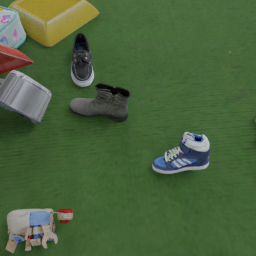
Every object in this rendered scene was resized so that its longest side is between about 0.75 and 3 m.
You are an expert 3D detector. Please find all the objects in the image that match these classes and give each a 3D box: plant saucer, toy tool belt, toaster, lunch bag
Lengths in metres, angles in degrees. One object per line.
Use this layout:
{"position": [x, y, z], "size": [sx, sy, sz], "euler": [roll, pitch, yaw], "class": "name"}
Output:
{"position": [-3.789, -1.593, 6.728], "size": [2.180, 2.185, 0.401], "euler": [-15, 92, 12], "class": "plant saucer"}
{"position": [-1.696, 1.974, 5.400], "size": [1.264, 0.789, 0.777], "euler": [-1, 81, -3], "class": "toy tool belt"}
{"position": [-2.536, -0.756, 6.717], "size": [0.793, 1.396, 0.901], "euler": [21, 80, 41], "class": "toaster"}
{"position": [-4.653, -2.885, 8.479], "size": [2.832, 1.092, 2.271], "euler": [21, 55, 14], "class": "lunch bag"}
{"position": [-2.693, -4.090, 9.625], "size": [2.477, 0.600, 2.477], "euler": [33, 61, 22], "class": "plant saucer"}

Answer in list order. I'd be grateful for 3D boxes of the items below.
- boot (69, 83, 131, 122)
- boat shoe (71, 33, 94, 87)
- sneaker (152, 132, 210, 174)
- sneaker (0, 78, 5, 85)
{"position": [-0.728, -0.743, 6.996], "size": [1.632, 1.066, 0.553], "euler": [10, 56, 7], "class": "boot"}
{"position": [-1.346, -2.063, 8.185], "size": [0.661, 0.627, 1.892], "euler": [-2, 55, -2], "class": "boat shoe"}
{"position": [1.118, 0.472, 6.088], "size": [1.289, 0.944, 0.519], "euler": [-5, 32, 12], "class": "sneaker"}
{"position": [-3.106, -1.017, 7.657], "size": [1.191, 0.445, 0.488], "euler": [8, 71, 12], "class": "sneaker"}
